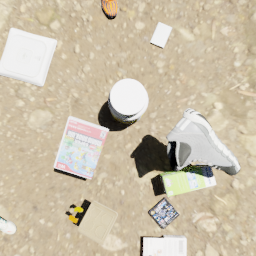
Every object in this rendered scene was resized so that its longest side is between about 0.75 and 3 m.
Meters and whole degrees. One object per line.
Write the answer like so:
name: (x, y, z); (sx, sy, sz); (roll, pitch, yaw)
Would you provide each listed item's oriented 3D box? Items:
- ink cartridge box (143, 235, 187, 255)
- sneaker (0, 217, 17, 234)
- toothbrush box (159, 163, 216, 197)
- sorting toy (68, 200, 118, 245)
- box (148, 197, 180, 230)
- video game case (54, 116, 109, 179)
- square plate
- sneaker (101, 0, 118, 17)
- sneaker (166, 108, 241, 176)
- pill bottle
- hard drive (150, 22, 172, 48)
ink cartridge box: (1.431, 5.285, 11.120); (1.716, 0.436, 1.948); (2, 85, -1)
sneaker: (-5.134, 3.821, 11.117); (1.413, 0.661, 0.497); (33, 86, 3)
toothbrush box: (2.257, 1.981, 10.902); (1.866, 1.359, 0.803); (-16, 86, -1)
sorting toy: (-1.144, 2.925, 8.995); (1.459, 0.195, 1.087); (20, 75, 24)
box: (1.458, 3.453, 11.363); (0.925, 0.230, 0.919); (-41, 86, -2)
video game case: (-1.630, 0.708, 9.663); (1.412, 0.172, 1.975); (19, 108, -6)
square plate: (-4.296, -3.027, 11.803); (2.092, 0.300, 2.111); (16, 86, 2)
sneaker: (-0.863, -5.626, 11.614); (0.716, 1.035, 1.847); (-14, 86, -1)
sneaker: (2.119, 0.884, 8.574); (1.674, 1.087, 2.898); (-45, 114, -2)
pill bottle: (0.001, -0.948, 10.497); (1.470, 2.573, 1.470); (0, 86, -1)
hard drive: (1.414, -3.958, 11.953); (0.630, 0.126, 0.956); (23, 87, 2)
